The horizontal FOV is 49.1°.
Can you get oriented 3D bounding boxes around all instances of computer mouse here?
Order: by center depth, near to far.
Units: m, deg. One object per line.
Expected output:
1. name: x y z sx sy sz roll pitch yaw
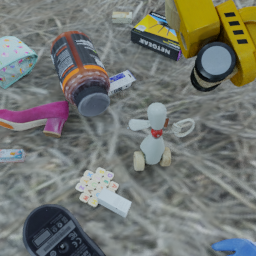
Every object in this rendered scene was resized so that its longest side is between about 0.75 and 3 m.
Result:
1. computer mouse: -1.277 2.853 6.034 1.816 0.691 2.622 -35 73 -22

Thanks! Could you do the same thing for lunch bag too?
1. lunch bag: -3.962 -2.284 9.357 1.338 0.958 1.570 39 69 25

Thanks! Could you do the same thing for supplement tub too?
1. supplement tub: -1.425 -1.652 8.601 1.445 1.445 2.702 -17 56 -11

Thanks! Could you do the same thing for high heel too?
1. high heel: -2.909 -0.489 8.107 2.307 0.777 1.106 10 70 1

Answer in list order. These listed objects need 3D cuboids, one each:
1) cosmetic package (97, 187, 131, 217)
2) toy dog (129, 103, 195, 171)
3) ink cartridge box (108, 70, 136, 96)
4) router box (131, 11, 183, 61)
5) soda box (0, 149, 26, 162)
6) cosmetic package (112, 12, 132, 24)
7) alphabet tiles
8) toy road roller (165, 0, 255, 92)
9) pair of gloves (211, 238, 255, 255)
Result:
1. cosmetic package: -0.338 1.804 6.791 0.789 0.445 0.320 24 59 11
2. toy dog: 0.657 0.164 7.243 1.363 2.067 0.996 12 34 -22
3. ink cartridge box: -0.345 -1.483 9.239 1.142 0.224 0.568 -25 59 -15
4. router box: 1.340 -3.458 10.415 2.036 0.520 1.519 28 60 18
5. soda box: -3.264 0.759 7.642 0.829 0.284 0.264 -1 55 -1
6. cosmetic package: -0.234 -4.435 11.247 0.779 0.277 0.410 1 55 1
7. alphabet tiles: -0.800 1.511 7.252 0.991 0.074 1.014 23 58 15
8. toy road roller: 2.255 -2.357 6.690 2.098 1.766 2.874 -22 85 6
9. pair of gloves: 2.896 3.486 5.754 2.132 0.302 2.652 -18 57 -12
